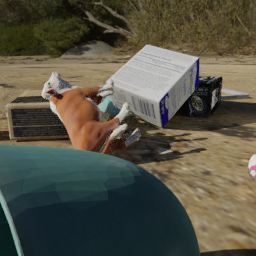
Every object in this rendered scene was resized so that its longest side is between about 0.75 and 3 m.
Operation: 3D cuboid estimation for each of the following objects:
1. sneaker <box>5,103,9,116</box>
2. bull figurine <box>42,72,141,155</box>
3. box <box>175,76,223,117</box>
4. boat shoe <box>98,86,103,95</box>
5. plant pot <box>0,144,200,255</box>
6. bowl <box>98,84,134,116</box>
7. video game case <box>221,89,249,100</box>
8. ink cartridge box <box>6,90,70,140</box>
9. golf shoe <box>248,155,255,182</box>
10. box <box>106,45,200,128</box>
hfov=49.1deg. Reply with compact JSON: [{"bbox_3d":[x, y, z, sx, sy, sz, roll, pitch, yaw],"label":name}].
[{"bbox_3d":[-3.609,-0.652,9.855,1.412,0.537,1.020,-7,4,12],"label":"sneaker"},{"bbox_3d":[-0.940,-0.399,6.569,1.683,0.903,2.773,-25,58,-8],"label":"bull figurine"},{"bbox_3d":[2.416,-1.397,11.356,2.349,1.235,2.868,7,17,23],"label":"box"},{"bbox_3d":[-1.312,-1.783,14.076,0.503,0.551,1.532,9,17,8],"label":"boat shoe"},{"bbox_3d":[-0.372,1.013,2.001,1.508,1.880,1.880,1,10,-45],"label":"plant pot"},{"bbox_3d":[-0.223,-1.232,10.916,2.068,1.082,2.068,0,19,0],"label":"bowl"},{"bbox_3d":[4.381,-1.726,14.366,2.815,0.246,2.012,-5,17,-18],"label":"video game case"},{"bbox_3d":[-2.200,-0.519,8.631,2.259,1.030,2.742,-1,16,-8],"label":"ink cartridge box"},{"bbox_3d":[2.554,0.718,4.763,0.617,0.782,1.699,0,15,3],"label":"golf shoe"},{"bbox_3d":[0.872,-1.459,9.206,2.117,1.208,2.302,26,60,33],"label":"box"}]
